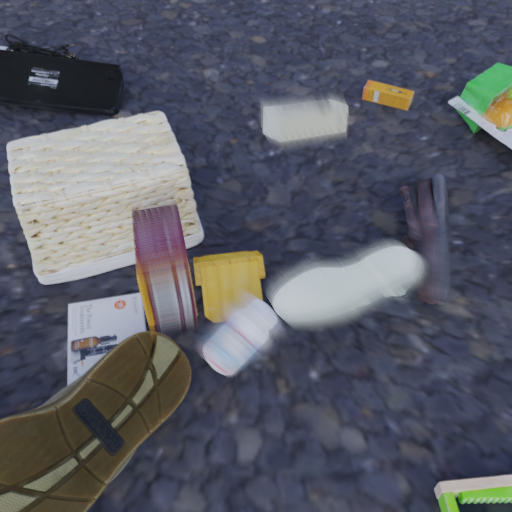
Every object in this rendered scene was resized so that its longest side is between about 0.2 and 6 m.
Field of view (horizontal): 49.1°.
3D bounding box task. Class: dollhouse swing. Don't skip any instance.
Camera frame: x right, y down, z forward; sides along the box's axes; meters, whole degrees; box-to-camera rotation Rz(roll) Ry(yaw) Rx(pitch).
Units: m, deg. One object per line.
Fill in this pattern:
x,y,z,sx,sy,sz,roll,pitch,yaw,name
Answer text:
-0.360,0.417,7.834,0.943,0.829,0.857,-7,7,-6,dollhouse swing

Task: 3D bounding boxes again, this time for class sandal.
-2.033,1.979,5.920,3.268,0.882,1.312,-37,92,-43,sandal

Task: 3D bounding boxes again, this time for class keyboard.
-4.065,-3.441,10.980,3.007,0.596,1.565,7,70,-5,keyboard

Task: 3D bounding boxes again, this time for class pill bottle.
-0.185,0.978,6.807,0.509,0.936,0.509,36,22,-17,pill bottle

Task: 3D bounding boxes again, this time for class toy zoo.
2.784,3.261,5.258,1.535,0.239,2.339,-4,48,-3,toy zoo

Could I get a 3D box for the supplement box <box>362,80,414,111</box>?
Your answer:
2.557,-3.116,10.873,0.925,0.318,0.308,19,52,18,supplement box

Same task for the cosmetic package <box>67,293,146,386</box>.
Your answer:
-1.876,1.112,7.117,0.961,0.329,1.275,-8,49,-10,cosmetic package

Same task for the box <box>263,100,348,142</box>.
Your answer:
0.617,-1.700,6.989,1.027,0.351,0.422,-15,32,-28,box

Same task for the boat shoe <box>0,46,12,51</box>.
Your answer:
-5.634,-3.665,11.227,1.906,0.701,0.636,-11,70,-3,boat shoe

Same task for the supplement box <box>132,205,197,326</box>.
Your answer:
-1.051,0.070,6.360,0.553,0.713,1.292,-10,38,-8,supplement box

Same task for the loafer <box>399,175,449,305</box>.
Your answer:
2.396,-0.236,8.092,0.719,0.821,2.284,-4,48,24,loafer

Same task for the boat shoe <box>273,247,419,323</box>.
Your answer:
1.141,0.478,6.998,1.931,0.596,0.703,-19,49,-12,boat shoe

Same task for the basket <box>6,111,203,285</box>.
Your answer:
-2.167,-0.909,8.093,2.484,1.532,1.683,-15,51,-14,basket

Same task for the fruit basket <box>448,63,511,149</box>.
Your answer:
4.708,-2.509,10.121,1.846,0.934,1.993,-36,73,-27,fruit basket
